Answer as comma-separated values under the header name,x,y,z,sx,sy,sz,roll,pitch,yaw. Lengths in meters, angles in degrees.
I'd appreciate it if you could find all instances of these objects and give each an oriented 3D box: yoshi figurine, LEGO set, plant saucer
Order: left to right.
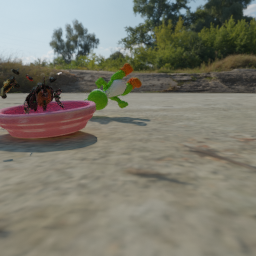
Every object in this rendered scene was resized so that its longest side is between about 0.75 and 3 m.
name,x,y,z,sx,sy,sz,roll,pitch,yaw
LEGO set,-2.285,-0.869,6.770,0.529,1.212,1.867,32,-15,29
plant saucer,-2.003,-0.250,7.017,2.438,0.618,2.438,-4,13,1
yoshi figurine,-0.666,-1.410,10.955,2.499,1.404,1.399,-37,-27,-9
